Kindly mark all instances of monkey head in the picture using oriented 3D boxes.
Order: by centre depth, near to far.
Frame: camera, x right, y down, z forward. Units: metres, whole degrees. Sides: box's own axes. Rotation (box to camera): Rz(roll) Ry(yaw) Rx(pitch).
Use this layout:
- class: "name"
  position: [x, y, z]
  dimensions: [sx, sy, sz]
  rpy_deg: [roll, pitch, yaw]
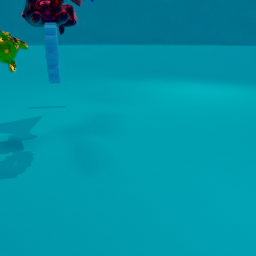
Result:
- class: "monkey head"
  position: [-2.571, -1.689, 6.013]
  dimensions: [1.028, 0.619, 0.739]
  rpy_deg: [49, 19, 12]

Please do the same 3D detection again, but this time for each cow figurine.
- class: "cow figurine"
  position: [-1.829, -2.655, 6.591]
  dimensions: [1.358, 0.745, 1.336]
  rpy_deg: [-17, 10, -27]

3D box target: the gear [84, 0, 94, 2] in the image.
- class: "gear"
  position: [-1.373, -5.168, 9.980]
  dimensions: [1.223, 1.223, 0.226]
  rpy_deg: [-3, 1, -10]

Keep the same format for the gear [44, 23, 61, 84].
- class: "gear"
  position: [-1.473, -1.453, 5.498]
  dimensions: [0.208, 1.127, 1.127]
  rpy_deg: [-4, 18, -12]

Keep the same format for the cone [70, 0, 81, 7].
- class: "cone"
  position: [-1.659, -4.135, 8.241]
  dimensions: [1.419, 1.419, 1.424]
  rpy_deg: [5, -24, 15]
